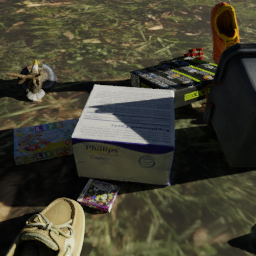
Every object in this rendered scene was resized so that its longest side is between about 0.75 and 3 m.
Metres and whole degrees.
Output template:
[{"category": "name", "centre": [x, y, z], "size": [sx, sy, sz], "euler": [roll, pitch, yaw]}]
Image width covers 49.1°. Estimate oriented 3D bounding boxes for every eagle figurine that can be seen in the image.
[{"category": "eagle figurine", "centre": [-3.339, -1.800, 10.042], "size": [1.327, 1.319, 1.748], "euler": [39, 0, -13]}]

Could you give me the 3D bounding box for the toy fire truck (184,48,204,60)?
[{"category": "toy fire truck", "centre": [2.841, -3.213, 12.262], "size": [0.880, 0.493, 0.739], "euler": [-11, 15, -15]}]

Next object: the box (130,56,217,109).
[{"category": "box", "centre": [1.852, -1.674, 9.620], "size": [2.689, 0.662, 2.785], "euler": [-16, 30, -21]}]

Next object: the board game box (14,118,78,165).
[{"category": "board game box", "centre": [-2.159, 0.325, 7.666], "size": [1.783, 0.305, 1.199], "euler": [-11, 39, -15]}]

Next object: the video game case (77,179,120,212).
[{"category": "video game case", "centre": [-0.653, 1.493, 6.283], "size": [0.761, 0.136, 0.690], "euler": [11, 39, 15]}]

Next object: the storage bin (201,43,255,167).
[{"category": "storage bin", "centre": [2.935, -0.385, 6.841], "size": [1.998, 2.746, 1.844], "euler": [0, 47, -1]}]

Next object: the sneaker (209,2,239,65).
[{"category": "sneaker", "centre": [3.510, -2.959, 9.996], "size": [1.032, 2.827, 1.091], "euler": [-20, 28, 12]}]

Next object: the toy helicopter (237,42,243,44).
[{"category": "toy helicopter", "centre": [3.588, -1.546, 8.445], "size": [1.497, 2.263, 0.893], "euler": [-27, 35, -6]}]

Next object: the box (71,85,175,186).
[{"category": "box", "centre": [0.019, 0.072, 7.177], "size": [2.270, 1.295, 2.468], "euler": [5, 37, 5]}]

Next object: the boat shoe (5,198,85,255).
[{"category": "boat shoe", "centre": [-1.592, 2.242, 4.638], "size": [1.077, 0.929, 2.952], "euler": [13, 39, 17]}]
